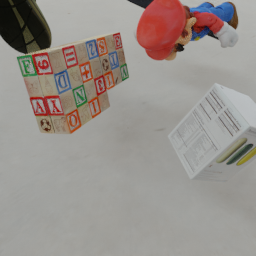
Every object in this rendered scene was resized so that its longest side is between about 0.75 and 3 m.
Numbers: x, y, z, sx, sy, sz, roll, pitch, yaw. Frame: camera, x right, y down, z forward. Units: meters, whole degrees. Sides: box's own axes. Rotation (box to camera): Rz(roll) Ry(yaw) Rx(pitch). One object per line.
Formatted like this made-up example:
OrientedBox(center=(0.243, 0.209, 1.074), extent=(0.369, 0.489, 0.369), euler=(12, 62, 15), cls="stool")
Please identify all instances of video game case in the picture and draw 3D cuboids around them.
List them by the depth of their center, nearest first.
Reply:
OrientedBox(center=(1.416, -3.289, 7.881), extent=(2.562, 0.327, 2.315), euler=(24, 30, 2), cls="video game case")

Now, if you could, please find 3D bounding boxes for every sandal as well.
OrientedBox(center=(-1.868, -2.204, 4.557), extent=(0.925, 2.330, 0.665), euler=(-1, 48, 15), cls="sandal")

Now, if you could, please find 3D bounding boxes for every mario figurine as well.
OrientedBox(center=(1.129, -1.845, 5.586), extent=(2.478, 1.313, 1.529), euler=(-26, -1, -37), cls="mario figurine")

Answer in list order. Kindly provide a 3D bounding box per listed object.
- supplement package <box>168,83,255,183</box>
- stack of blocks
OrientedBox(center=(1.129, 0.097, 3.392), extent=(0.709, 0.935, 0.704), euler=(11, 40, -35), cls="supplement package")
OrientedBox(center=(-0.840, -0.971, 5.407), extent=(0.687, 1.351, 2.346), euler=(1, 25, 28), cls="stack of blocks")
